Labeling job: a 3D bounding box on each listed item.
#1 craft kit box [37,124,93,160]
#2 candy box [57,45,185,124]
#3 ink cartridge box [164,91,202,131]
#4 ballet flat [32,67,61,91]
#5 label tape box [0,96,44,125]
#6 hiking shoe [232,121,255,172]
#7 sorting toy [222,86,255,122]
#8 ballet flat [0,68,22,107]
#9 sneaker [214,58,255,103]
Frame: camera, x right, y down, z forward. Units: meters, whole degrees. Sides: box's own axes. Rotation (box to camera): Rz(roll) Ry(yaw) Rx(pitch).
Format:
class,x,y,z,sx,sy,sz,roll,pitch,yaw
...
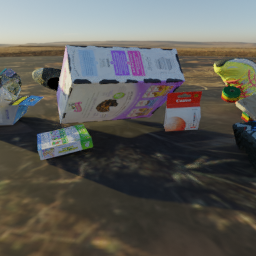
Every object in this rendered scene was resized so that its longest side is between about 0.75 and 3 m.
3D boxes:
class,x,y,z,sx,sy,sz,roll,pitch,yaw
craft kit box,-1.443,0.276,6.295,1.120,0.275,1.134,-16,21,-13
candy box,-0.334,-1.035,7.254,2.743,0.981,2.301,-5,-19,-22
ink cartridge box,1.448,-0.412,7.304,0.921,1.135,0.285,-3,45,-3
ballet flat,-1.901,-1.282,9.129,2.608,0.867,0.741,21,57,-3
label tape box,-3.662,-0.542,8.493,1.976,0.653,1.415,-1,18,-4
hiking shoe,2.696,0.239,5.398,0.919,0.788,2.119,-17,17,11
sorting toy,3.761,-0.286,7.092,1.366,0.479,2.834,-21,46,-16
ballet flat,-3.521,-1.039,7.736,0.906,0.906,2.519,0,24,-1
sneaker,3.758,-1.425,9.288,2.750,1.242,1.075,18,-7,-38
